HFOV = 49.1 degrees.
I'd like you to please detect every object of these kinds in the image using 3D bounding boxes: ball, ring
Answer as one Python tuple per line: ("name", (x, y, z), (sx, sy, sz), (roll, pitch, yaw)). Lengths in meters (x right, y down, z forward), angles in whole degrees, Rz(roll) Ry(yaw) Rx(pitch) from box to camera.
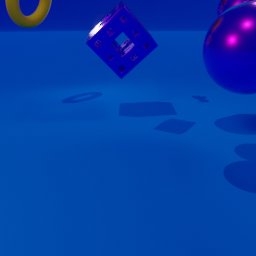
("ball", (1.859, -1.825, 4.359), (0.908, 0.908, 0.908), (0, 21, 0))
("ring", (-3.005, -3.983, 8.611), (0.360, 1.800, 1.800), (27, 28, 15))
("ball", (1.606, -1.045, 3.725), (1.191, 1.191, 1.191), (0, 21, 0))

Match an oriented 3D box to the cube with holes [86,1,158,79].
("cube with holes", (-0.187, -2.522, 7.970), (1.359, 1.359, 1.359), (-40, 24, 17))
